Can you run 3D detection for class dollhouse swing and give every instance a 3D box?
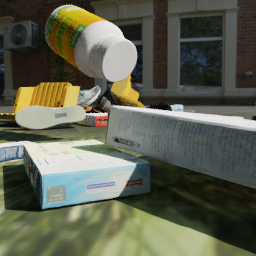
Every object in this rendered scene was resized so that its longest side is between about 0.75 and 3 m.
[{"bbox_3d":[-3.820,-1.151,11.404,2.584,2.349,2.272,3,-14,24],"label":"dollhouse swing"},{"bbox_3d":[0.364,-1.573,13.407,1.728,1.787,1.966,14,-18,21],"label":"dollhouse swing"}]

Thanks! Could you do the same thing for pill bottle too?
[{"bbox_3d":[-0.948,-2.116,7.099,1.377,1.377,2.480,-5,34,-44],"label":"pill bottle"}]

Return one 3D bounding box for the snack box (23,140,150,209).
[{"bbox_3d":[-0.659,0.452,3.513,1.106,0.353,1.904,-3,6,-24],"label":"snack box"}]

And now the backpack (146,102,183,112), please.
[{"bbox_3d":[1.701,-0.661,11.838,1.221,1.150,1.496,-8,12,41],"label":"backpack"}]

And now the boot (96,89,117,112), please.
[{"bbox_3d":[-0.721,-1.022,13.416,1.426,0.756,2.166,35,22,-11],"label":"boot"}]

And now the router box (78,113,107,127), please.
[{"bbox_3d":[-0.989,-0.356,11.303,1.543,0.420,1.719,-3,7,-31],"label":"router box"}]

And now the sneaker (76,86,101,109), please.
[{"bbox_3d":[-2.306,-1.310,12.780,2.328,1.005,0.903,-36,20,0],"label":"sneaker"}]

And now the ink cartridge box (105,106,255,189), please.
[{"bbox_3d":[1.711,0.197,3.514,2.907,0.591,2.913,2,6,-41],"label":"ink cartridge box"}]

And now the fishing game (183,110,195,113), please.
[{"bbox_3d":[2.598,-0.569,13.998,1.724,0.374,2.407,2,13,19],"label":"fishing game"}]

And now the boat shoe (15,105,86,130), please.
[{"bbox_3d":[-2.668,-0.293,9.731,2.341,0.817,0.834,-6,-15,-26],"label":"boat shoe"}]

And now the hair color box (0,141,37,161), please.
[{"bbox_3d":[-1.984,0.390,4.712,0.805,0.243,0.402,-6,8,-44],"label":"hair color box"}]

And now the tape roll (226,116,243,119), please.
[{"bbox_3d":[3.743,-0.292,11.280,1.694,0.309,1.694,1,6,0],"label":"tape roll"}]

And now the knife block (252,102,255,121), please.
[{"bbox_3d":[4.786,-0.067,7.460,2.677,2.350,0.856,51,29,17],"label":"knife block"}]

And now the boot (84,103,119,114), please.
[{"bbox_3d":[-1.283,-0.763,13.215,2.202,0.844,1.710,-2,5,-14],"label":"boot"}]
